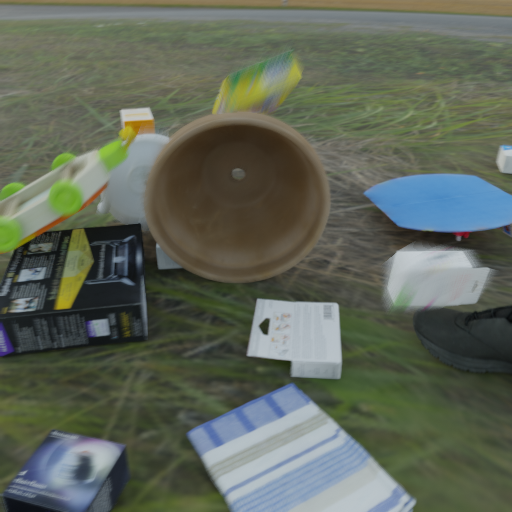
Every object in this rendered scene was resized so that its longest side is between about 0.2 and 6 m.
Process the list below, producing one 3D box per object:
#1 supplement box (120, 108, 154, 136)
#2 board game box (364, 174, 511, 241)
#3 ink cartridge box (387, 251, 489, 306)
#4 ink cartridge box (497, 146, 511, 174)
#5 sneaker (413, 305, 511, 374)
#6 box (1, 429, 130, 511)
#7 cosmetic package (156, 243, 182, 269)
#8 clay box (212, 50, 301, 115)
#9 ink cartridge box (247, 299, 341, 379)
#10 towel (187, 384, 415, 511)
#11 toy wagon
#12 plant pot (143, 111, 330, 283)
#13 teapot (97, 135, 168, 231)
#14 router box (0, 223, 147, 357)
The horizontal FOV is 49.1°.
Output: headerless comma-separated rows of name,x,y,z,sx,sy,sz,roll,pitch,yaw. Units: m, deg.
supplement box,-3.396,-3.801,16.009,0.839,0.489,1.331,-7,30,-13
board game box,3.510,-0.806,10.648,2.448,0.603,3.099,-9,25,-6
ink cartridge box,2.245,0.281,6.965,1.068,0.625,0.359,0,37,-6
ink cartridge box,6.508,-2.233,13.251,1.352,0.454,0.785,7,30,11
sneaker,3.160,0.968,6.918,2.425,1.101,0.921,17,34,30
box,-1.781,2.185,5.338,0.839,0.517,0.832,7,29,13
cosmetic package,-1.396,-0.071,9.431,0.523,0.431,0.431,-3,30,-4
clay box,-0.030,-3.270,11.293,1.417,0.587,2.467,-25,4,-10
ink cartridge box,0.529,1.078,7.521,1.173,0.298,1.331,3,29,5
towel,0.365,2.168,5.660,1.490,0.242,2.029,-18,32,-25
toy wagon,-3.015,-1.014,8.566,2.863,0.566,2.221,-31,27,-5
plant pot,-0.298,-1.025,8.709,2.749,2.749,1.269,-1,34,-2
teapot,-1.836,-1.238,10.256,1.857,1.356,1.833,33,83,12
router box,-2.660,0.390,8.374,1.964,0.652,2.498,-5,30,-9
